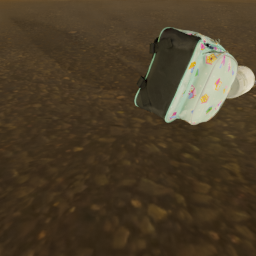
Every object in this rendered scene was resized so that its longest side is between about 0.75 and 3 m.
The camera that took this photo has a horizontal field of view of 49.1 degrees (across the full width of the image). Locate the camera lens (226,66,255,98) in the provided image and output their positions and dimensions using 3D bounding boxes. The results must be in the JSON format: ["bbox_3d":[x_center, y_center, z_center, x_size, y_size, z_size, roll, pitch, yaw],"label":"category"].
[{"bbox_3d":[3.895,-1.669,10.167,1.017,1.017,1.271,26,36,36],"label":"camera lens"}]

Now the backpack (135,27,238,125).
[{"bbox_3d":[1.939,-1.513,8.510,2.254,2.585,2.940,27,24,22],"label":"backpack"}]
